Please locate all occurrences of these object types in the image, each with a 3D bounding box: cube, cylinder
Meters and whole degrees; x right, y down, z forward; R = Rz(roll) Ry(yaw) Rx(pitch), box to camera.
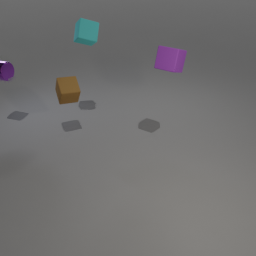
[{"bbox_3d":[1.339,-2.159,8.809,0.700,0.700,0.700,20,19,28],"label":"cube"},{"bbox_3d":[-2.162,-1.351,10.032,0.700,0.700,0.700,-11,66,-23],"label":"cube"},{"bbox_3d":[-1.504,-3.437,10.078,0.700,0.700,0.700,6,1,-24],"label":"cube"},{"bbox_3d":[-4.706,-2.115,10.328,0.700,0.700,0.700,9,32,16],"label":"cylinder"}]
